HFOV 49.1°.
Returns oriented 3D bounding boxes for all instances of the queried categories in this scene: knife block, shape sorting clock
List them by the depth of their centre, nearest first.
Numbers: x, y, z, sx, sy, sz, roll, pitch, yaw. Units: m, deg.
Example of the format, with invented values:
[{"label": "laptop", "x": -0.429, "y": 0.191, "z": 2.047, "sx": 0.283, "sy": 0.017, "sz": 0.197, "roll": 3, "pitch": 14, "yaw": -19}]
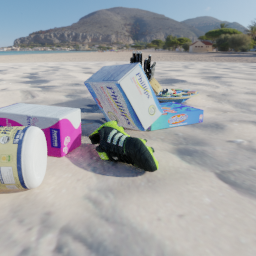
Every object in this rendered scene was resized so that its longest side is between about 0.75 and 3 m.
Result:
[{"label": "knife block", "x": 0.343, "y": -1.864, "z": 11.084, "sx": 2.118, "sy": 1.859, "sz": 0.678, "roll": -37, "pitch": 11, "yaw": 34}, {"label": "shape sorting clock", "x": 2.325, "y": -1.788, "z": 14.585, "sx": 2.710, "sy": 0.532, "sz": 2.710, "roll": 0, "pitch": 16, "yaw": 0}]

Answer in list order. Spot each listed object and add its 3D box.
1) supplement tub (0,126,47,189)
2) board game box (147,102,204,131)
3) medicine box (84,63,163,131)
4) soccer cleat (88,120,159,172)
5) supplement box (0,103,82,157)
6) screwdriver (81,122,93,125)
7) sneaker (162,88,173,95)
[{"label": "supplement tub", "x": -2.559, "y": 0.576, "z": 5.459, "sx": 1.698, "sy": 1.226, "sz": 1.226, "roll": 0, "pitch": 17, "yaw": -3}, {"label": "board game box", "x": 1.312, "y": -0.487, "z": 10.242, "sx": 2.280, "sy": 0.513, "sz": 1.734, "roll": -9, "pitch": 19, "yaw": -29}, {"label": "medicine box", "x": -0.153, "y": -0.983, "z": 8.809, "sx": 1.010, "sy": 1.788, "sz": 1.963, "roll": -44, "pitch": 31, "yaw": -24}, {"label": "soccer cleat", "x": -0.154, "y": 0.531, "z": 6.669, "sx": 0.967, "sy": 0.806, "sz": 2.386, "roll": -33, "pitch": 32, "yaw": -16}, {"label": "supplement box", "x": -2.444, "y": 0.001, "z": 7.630, "sx": 2.125, "sy": 1.075, "sz": 1.098, "roll": 5, "pitch": 17, "yaw": 17}, {"label": "screwdriver", "x": -2.148, "y": -0.091, "z": 9.236, "sx": 2.109, "sy": 0.307, "sz": 0.294, "roll": -12, "pitch": 22, "yaw": -26}, {"label": "sneaker", "x": 1.958, "y": -1.769, "z": 14.024, "sx": 0.397, "sy": 0.339, "sz": 0.911, "roll": 18, "pitch": 3, "yaw": -14}]
